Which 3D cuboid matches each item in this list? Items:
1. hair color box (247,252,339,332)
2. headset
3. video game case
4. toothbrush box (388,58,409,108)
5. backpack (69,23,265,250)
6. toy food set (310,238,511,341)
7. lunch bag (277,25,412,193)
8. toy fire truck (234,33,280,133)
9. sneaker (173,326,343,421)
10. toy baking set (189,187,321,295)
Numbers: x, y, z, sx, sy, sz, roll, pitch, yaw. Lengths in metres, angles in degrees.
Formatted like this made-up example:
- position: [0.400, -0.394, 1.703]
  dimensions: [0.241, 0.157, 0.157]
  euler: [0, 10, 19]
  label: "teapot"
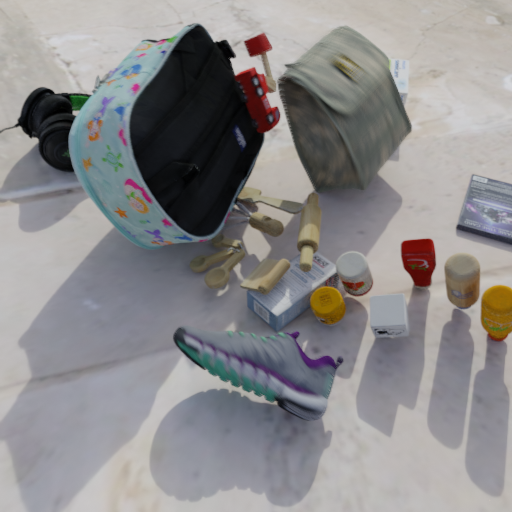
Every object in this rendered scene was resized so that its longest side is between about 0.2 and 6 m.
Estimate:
- position: [0.627, 0.526, 9.268]
  dimensions: [1.474, 0.447, 0.730]
  euler: [-34, 55, -26]
  label: "hair color box"
- position: [-4.241, -2.468, 11.789]
  dimensions: [3.342, 1.570, 2.064]
  euler: [-19, 53, -36]
  label: "headset"
- position: [4.594, -0.916, 10.800]
  dimensions: [1.159, 0.154, 1.622]
  euler: [19, 51, 16]
  label: "video game case"
- position: [2.456, -3.934, 13.069]
  dimensions: [2.038, 0.877, 1.484]
  euler: [10, 49, 7]
  label: "toothbrush box"
- position: [-1.582, -1.881, 9.734]
  dimensions: [2.591, 3.056, 3.442]
  euler: [-9, 45, 29]
  label: "backpack"
- position: [2.460, 0.681, 8.896]
  dimensions: [2.987, 1.344, 1.426]
  euler: [-6, 59, 18]
  label: "toy food set"
- position: [1.649, -2.864, 10.687]
  dimensions: [1.505, 2.560, 2.100]
  euler: [2, 41, 46]
  label: "lunch bag"
- position: [0.092, -3.062, 9.953]
  dimensions: [0.367, 1.506, 1.062]
  euler: [-8, 29, 35]
  label: "toy fire truck"
- position: [0.023, 1.398, 8.016]
  dimensions: [2.364, 0.879, 1.034]
  euler: [26, 65, 6]
  label: "sneaker"
- position: [0.037, -0.488, 9.829]
  dimensions: [2.329, 0.353, 3.035]
  euler: [-5, 41, 21]
  label: "toy baking set"
